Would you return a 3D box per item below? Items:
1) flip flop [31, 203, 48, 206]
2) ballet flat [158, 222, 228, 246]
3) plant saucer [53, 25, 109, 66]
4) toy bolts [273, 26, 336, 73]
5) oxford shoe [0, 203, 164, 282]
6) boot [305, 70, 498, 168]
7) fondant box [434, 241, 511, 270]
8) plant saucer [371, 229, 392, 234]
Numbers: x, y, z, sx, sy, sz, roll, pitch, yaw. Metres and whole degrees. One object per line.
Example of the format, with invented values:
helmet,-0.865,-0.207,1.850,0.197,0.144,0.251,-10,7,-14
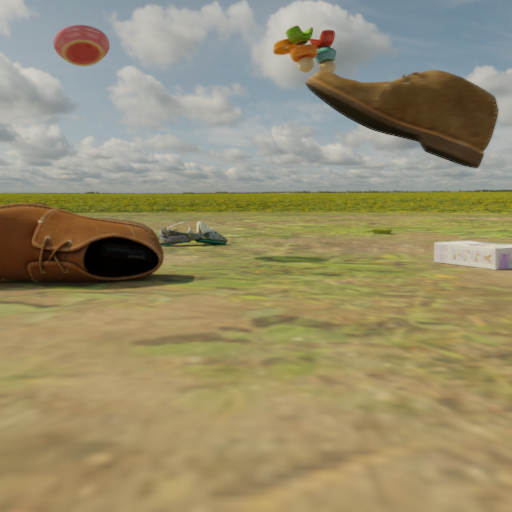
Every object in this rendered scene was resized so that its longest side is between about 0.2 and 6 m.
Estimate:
flip flop,-4.977,-0.712,12.533,1.348,0.957,3.325,-5,7,-40
ballet flat,-1.397,-0.506,12.546,1.592,0.573,0.573,-2,6,-21
plant saucer,-3.331,-3.973,10.722,1.029,0.261,1.029,-10,-17,-3
toy bolts,1.077,-4.173,11.784,1.260,0.874,1.203,-11,0,-32
oxford shoe,-2.430,-0.104,6.702,2.701,0.963,0.963,-1,12,-19
boot,2.490,-2.686,9.663,3.282,1.239,1.208,23,11,8
fondant box,3.490,-0.024,8.688,0.843,0.340,1.168,-3,5,-29
plant saucer,3.836,-0.737,17.100,0.555,0.133,0.556,3,7,25
